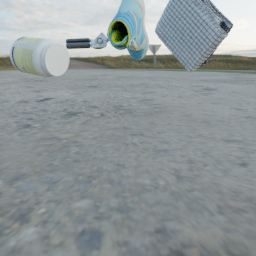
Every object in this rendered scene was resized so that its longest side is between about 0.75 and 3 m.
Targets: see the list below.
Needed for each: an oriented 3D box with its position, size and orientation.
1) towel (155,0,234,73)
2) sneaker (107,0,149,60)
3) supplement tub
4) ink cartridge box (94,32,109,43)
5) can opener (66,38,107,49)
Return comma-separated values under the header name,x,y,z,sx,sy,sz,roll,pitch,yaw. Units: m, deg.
name,x,y,z,sx,sy,sz,roll,pitch,yaw
towel,2.375,-3.634,10.249,1.082,2.093,2.528,-29,73,-37
sneaker,-0.037,-2.774,8.929,0.962,2.418,1.578,15,60,20
supplement tub,-2.428,-1.960,7.737,1.406,1.019,1.019,16,21,30
ink cartridge box,-1.033,-3.487,11.198,0.169,0.480,0.805,37,14,-44
can opener,-1.280,-2.583,8.726,1.280,0.337,0.425,-3,-27,-11
